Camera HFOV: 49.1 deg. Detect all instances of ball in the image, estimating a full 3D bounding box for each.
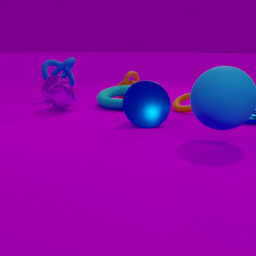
[{"bbox_3d":[2.066,-0.642,6.116,1.389,1.389,1.389,0,16,0],"label":"ball"}]

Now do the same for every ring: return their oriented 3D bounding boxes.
[{"bbox_3d":[2.093,-0.886,9.642,1.120,0.224,1.120,-17,29,9],"label":"ring"},{"bbox_3d":[3.657,-0.430,8.554,1.473,0.295,1.473,0,18,0],"label":"ring"},{"bbox_3d":[-0.159,-1.153,10.412,2.006,0.401,2.006,-3,25,2],"label":"ring"}]

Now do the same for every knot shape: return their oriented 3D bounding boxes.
[{"bbox_3d":[-2.836,-2.242,11.392,1.427,1.525,0.704,-4,39,-41],"label":"knot shape"},{"bbox_3d":[0.125,-1.778,11.594,1.233,1.154,0.570,3,19,-6],"label":"knot shape"}]

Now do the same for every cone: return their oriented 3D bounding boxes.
[{"bbox_3d":[0.451,-0.552,8.387,1.358,1.358,1.363,-2,-10,-6],"label":"cone"}]

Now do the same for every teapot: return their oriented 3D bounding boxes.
[{"bbox_3d":[-2.425,-1.152,9.475,0.966,1.226,1.972,-44,-1,-20],"label":"teapot"}]
